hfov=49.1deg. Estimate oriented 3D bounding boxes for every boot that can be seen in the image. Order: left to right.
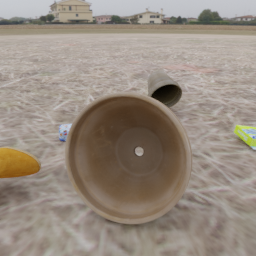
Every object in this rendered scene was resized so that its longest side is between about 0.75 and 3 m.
[{"bbox_3d":[-2.542,0.907,4.629,1.886,0.664,1.350,6,32,-2],"label":"boot"}]

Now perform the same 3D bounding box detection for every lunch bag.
[{"bbox_3d":[-1.416,0.084,7.450,0.825,0.312,0.661,-4,22,-8],"label":"lunch bag"}]

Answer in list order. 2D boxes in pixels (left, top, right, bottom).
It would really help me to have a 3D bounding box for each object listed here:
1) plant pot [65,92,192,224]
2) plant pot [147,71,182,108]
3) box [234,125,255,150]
[{"bbox_3d":[0.065,0.433,4.643,2.028,2.028,0.936,8,7,18],"label":"plant pot"},{"bbox_3d":[1.110,-1.363,9.427,1.157,1.157,1.004,-6,51,-15],"label":"plant pot"},{"bbox_3d":[3.175,0.243,7.011,0.621,0.243,1.019,7,22,-9],"label":"box"}]
